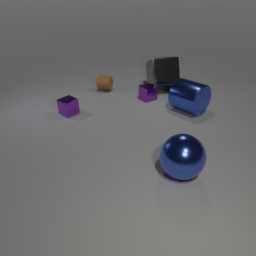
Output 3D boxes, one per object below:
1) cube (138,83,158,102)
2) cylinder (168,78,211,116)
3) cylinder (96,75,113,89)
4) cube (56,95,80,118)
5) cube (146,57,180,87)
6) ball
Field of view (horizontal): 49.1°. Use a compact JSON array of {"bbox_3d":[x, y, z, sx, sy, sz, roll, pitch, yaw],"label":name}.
[{"bbox_3d":[0.998,-1.773,13.942,0.700,0.700,0.700,-18,34,-30],"label":"cube"},{"bbox_3d":[2.770,-1.412,12.578,1.400,1.400,1.400,-26,38,-38],"label":"cylinder"},{"bbox_3d":[-1.217,-2.405,14.772,0.700,0.700,0.700,6,30,15],"label":"cylinder"},{"bbox_3d":[-2.655,-0.968,12.479,0.700,0.700,0.700,25,41,37],"label":"cube"},{"bbox_3d":[1.817,-2.921,14.800,1.400,1.400,1.400,-5,5,-12],"label":"cube"},{"bbox_3d":[1.659,0.868,8.495,1.400,1.400,1.400,0,29,0],"label":"ball"}]
